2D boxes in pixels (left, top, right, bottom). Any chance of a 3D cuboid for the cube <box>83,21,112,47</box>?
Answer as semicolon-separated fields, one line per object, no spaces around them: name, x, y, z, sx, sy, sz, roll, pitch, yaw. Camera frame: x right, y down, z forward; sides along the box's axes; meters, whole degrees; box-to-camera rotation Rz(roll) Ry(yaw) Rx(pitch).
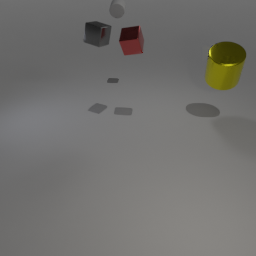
cube;-1.105;-3.409;10.155;0.700;0.700;0.700;24;32;18

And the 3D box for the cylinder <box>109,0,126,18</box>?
cylinder;-0.484;-5.605;13.081;0.700;0.700;0.700;2;44;4

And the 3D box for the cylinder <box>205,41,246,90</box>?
cylinder;3.872;-2.478;11.253;1.400;1.400;1.400;-4;56;5

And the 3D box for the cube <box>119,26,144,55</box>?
cube;0.143;-3.128;10.048;0.700;0.700;0.700;-2;58;17
